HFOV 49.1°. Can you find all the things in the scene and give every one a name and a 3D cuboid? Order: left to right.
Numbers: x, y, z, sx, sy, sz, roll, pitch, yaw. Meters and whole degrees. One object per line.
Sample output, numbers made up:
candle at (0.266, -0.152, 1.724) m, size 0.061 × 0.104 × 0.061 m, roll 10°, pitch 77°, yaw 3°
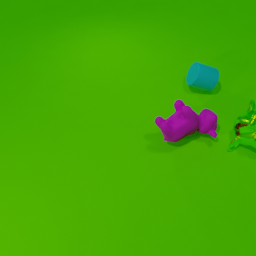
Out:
cow figurine at (1.778, -0.054, 8.184) m, size 1.653 × 1.627 × 0.908 m, roll -39°, pitch 32°, yaw 3°
cylinder at (2.504, -1.721, 9.415) m, size 0.792 × 0.792 × 0.792 m, roll 13°, pitch 51°, yaw -16°
monkey head at (3.445, -0.080, 7.975) m, size 1.034 × 1.234 × 1.715 m, roll 22°, pitch 83°, yaw 50°
